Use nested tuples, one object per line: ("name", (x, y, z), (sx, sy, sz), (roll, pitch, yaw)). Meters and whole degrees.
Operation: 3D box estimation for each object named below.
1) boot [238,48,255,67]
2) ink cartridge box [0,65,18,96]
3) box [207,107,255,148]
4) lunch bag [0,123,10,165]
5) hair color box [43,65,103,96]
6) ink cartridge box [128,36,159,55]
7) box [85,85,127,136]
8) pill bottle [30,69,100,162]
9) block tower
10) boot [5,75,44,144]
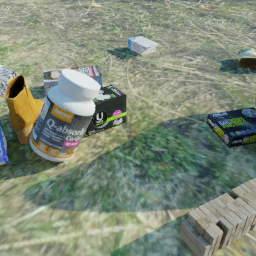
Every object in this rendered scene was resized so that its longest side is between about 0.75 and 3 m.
("boot", (5.772, -3.097, 12.469), (1.657, 0.597, 1.281), (7, 35, 13))
("ink cartridge box", (-5.558, -1.438, 9.938), (1.566, 0.724, 2.874), (24, 40, 31))
("box", (3.382, -0.059, 8.297), (1.630, 0.361, 1.306), (-8, 36, -12))
("lunch bag", (-3.715, 0.560, 6.868), (1.397, 1.017, 1.643), (-16, 30, -22))
("hair color box", (-2.056, -1.783, 10.527), (2.102, 0.637, 1.040), (-9, 36, -11))
("ink cartridge box", (0.761, -4.052, 13.889), (0.872, 0.510, 1.503), (-21, 40, -27))
("box", (-0.824, -0.562, 8.441), (1.378, 1.023, 0.856), (-21, 40, -27))
("pill bottle", (-1.546, -0.300, 6.947), (1.213, 2.084, 1.213), (24, 22, -10))
("block tower", (2.228, 1.660, 5.580), (2.442, 0.660, 0.706), (-20, 40, -25))
("boot", (-2.948, -0.815, 8.234), (0.824, 1.677, 2.342), (-3, 35, -5))
